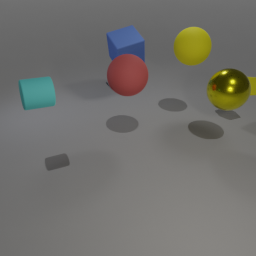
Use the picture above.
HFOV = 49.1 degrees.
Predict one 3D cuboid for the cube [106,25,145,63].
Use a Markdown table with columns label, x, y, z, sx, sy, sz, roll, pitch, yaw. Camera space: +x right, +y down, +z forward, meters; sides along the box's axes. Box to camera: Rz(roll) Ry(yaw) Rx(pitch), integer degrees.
| label | x | y | z | sx | sy | sz | roll | pitch | yaw |
| --- | --- | --- | --- | --- | --- | --- | --- | --- | --- |
| cube | -0.100 | -3.858 | 13.598 | 1.400 | 1.400 | 1.400 | -21 | 54 | -12 |

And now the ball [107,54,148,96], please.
| label | x | y | z | sx | sy | sz | roll | pitch | yaw |
| --- | --- | --- | --- | --- | --- | --- | --- | --- | --- |
| ball | -0.013 | -1.769 | 9.431 | 1.400 | 1.400 | 1.400 | 0 | 29 | 0 |

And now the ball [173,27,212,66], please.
| label | x | y | z | sx | sy | sz | roll | pitch | yaw |
| --- | --- | --- | --- | --- | --- | --- | --- | --- | --- |
| ball | 2.427 | -3.074 | 10.574 | 1.400 | 1.400 | 1.400 | 0 | 29 | 0 |

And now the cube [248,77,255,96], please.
| label | x | y | z | sx | sy | sz | roll | pitch | yaw |
| --- | --- | --- | --- | --- | --- | --- | --- | --- | --- |
| cube | 4.625 | -1.633 | 11.117 | 0.700 | 0.700 | 0.700 | -5 | 5 | -32 |

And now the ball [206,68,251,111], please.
| label | x | y | z | sx | sy | sz | roll | pitch | yaw |
| --- | --- | --- | --- | --- | --- | --- | --- | --- | --- |
| ball | 3.350 | -1.282 | 9.365 | 1.400 | 1.400 | 1.400 | 0 | 29 | 0 |

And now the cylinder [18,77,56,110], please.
| label | x | y | z | sx | sy | sz | roll | pitch | yaw |
| --- | --- | --- | --- | --- | --- | --- | --- | --- | --- |
| cylinder | -2.109 | -0.805 | 6.496 | 0.700 | 0.700 | 0.700 | -12 | 31 | -24 |
